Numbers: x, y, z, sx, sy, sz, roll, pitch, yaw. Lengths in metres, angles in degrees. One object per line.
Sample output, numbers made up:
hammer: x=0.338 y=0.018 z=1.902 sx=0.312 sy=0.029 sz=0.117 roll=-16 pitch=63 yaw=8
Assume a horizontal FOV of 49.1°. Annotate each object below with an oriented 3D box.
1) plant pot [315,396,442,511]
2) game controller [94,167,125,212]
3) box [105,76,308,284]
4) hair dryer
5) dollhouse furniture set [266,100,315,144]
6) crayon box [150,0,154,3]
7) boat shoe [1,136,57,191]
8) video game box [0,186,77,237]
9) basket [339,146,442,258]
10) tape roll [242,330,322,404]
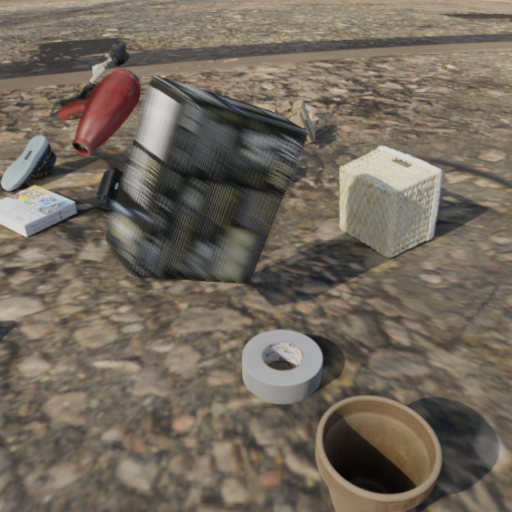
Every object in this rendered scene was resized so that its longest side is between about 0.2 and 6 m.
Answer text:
plant pot: x=1.331 y=2.515 z=6.405 sx=1.374 sy=1.198 sz=1.374 roll=0 pitch=33 yaw=0
game controller: x=-3.305 y=-1.607 z=13.631 sx=1.033 sy=0.417 sz=1.979 roll=10 pitch=32 yaw=-12
box: x=-0.748 y=-1.000 z=8.185 sx=2.110 sy=2.577 sz=1.110 roll=5 pitch=25 yaw=-37
hair dryer: x=-3.147 y=-2.838 z=10.950 sx=2.199 sy=0.784 sz=2.888 roll=-38 pitch=36 yaw=17
dollhouse furniture set: x=0.496 y=-3.607 z=16.669 sx=2.296 sy=1.121 sz=1.958 roll=-17 pitch=28 yaw=18
crayon box: x=-2.616 y=-6.119 z=12.736 sx=0.727 sy=0.188 sz=0.457 roll=36 pitch=3 yaw=4
boat shoe: x=-5.719 y=-2.188 z=14.308 sx=0.612 sy=0.785 sz=1.730 roll=15 pitch=63 yaw=22
video game box: x=-5.100 y=-1.044 z=12.697 sx=1.495 sy=0.350 sz=1.362 roll=22 pitch=41 yaw=30
basket: x=2.713 y=-1.117 z=11.654 sx=1.366 sy=1.699 sz=1.684 roll=-26 pitch=40 yaw=-25
tape roll: x=0.391 y=1.656 z=8.473 sx=1.209 sy=0.399 sz=1.209 roll=0 pitch=34 yaw=0
